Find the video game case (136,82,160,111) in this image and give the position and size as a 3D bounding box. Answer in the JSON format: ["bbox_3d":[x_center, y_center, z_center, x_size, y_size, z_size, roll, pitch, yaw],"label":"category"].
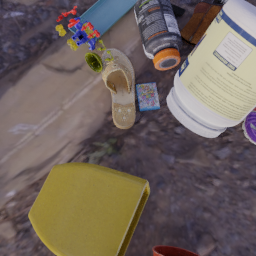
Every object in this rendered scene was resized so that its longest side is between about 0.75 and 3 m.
[{"bbox_3d":[0.622,-0.988,8.802,0.637,0.079,0.890,-7,73,-2],"label":"video game case"}]

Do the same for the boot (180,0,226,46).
[{"bbox_3d":[2.783,-3.398,9.253,1.687,0.614,1.792,28,75,8],"label":"boot"}]

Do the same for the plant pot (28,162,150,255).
[{"bbox_3d":[-0.952,2.028,6.866,2.311,2.259,2.244,21,74,13],"label":"plant pot"}]

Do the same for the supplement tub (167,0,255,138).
[{"bbox_3d":[2.556,-1.403,7.164,2.170,2.993,2.170,22,37,-17],"label":"supplement tub"}]

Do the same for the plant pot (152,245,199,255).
[{"bbox_3d":[1.115,3.683,6.870,1.226,1.226,1.192,9,81,3],"label":"plant pot"}]

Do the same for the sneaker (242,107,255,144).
[{"bbox_3d":[3.951,-0.499,8.249,0.830,0.859,2.058,10,74,3],"label":"sneaker"}]

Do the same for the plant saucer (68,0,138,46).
[{"bbox_3d":[-0.632,-4.029,9.631,1.042,0.283,2.982,40,77,12],"label":"plant saucer"}]

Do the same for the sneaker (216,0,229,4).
[{"bbox_3d":[3.564,-5.551,9.705,1.003,0.990,2.525,29,77,2],"label":"sneaker"}]

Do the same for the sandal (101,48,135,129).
[{"bbox_3d":[-0.242,-1.436,8.483,1.038,0.931,2.831,-8,73,-4],"label":"sandal"}]

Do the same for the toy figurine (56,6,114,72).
[{"bbox_3d":[-1.157,-2.915,8.838,2.002,1.056,1.199,49,34,-19],"label":"toy figurine"}]

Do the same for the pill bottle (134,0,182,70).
[{"bbox_3d":[0.986,-2.985,8.809,1.206,1.206,2.270,-11,73,-3],"label":"pill bottle"}]

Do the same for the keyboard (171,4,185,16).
[{"bbox_3d":[1.344,-4.138,9.740,1.203,0.238,0.626,27,52,9],"label":"keyboard"}]
